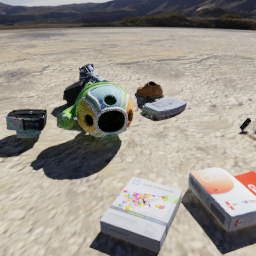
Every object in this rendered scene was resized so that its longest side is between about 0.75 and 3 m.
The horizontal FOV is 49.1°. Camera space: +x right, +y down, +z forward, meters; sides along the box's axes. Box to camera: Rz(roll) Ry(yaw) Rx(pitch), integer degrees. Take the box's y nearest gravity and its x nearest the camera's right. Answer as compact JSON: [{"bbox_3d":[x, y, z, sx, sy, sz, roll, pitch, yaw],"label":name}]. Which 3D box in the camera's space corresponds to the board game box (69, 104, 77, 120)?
[{"bbox_3d":[-1.565,-0.637,12.638,2.437,0.475,1.926,-2,30,9],"label":"board game box"}]

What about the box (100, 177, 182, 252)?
[{"bbox_3d":[0.405,2.056,7.058,1.486,0.393,1.906,12,27,23],"label":"box"}]

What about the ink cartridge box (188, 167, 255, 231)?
[{"bbox_3d":[3.131,1.698,7.599,2.350,0.589,1.906,-11,28,-16],"label":"ink cartridge box"}]

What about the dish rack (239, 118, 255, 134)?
[{"bbox_3d":[5.046,-0.063,11.259,0.679,0.241,0.885,-45,30,-17],"label":"dish rack"}]

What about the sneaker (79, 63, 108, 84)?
[{"bbox_3d":[-1.824,-2.893,16.140,2.657,1.441,0.931,16,30,29],"label":"sneaker"}]

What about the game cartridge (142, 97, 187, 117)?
[{"bbox_3d":[1.834,-1.023,13.516,1.986,0.412,1.323,-19,35,-34],"label":"game cartridge"}]

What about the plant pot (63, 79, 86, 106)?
[{"bbox_3d":[-2.606,-1.676,14.142,1.017,1.147,1.144,-12,25,6],"label":"plant pot"}]

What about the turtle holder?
[{"bbox_3d":[-1.084,-0.675,10.528,2.776,2.109,1.971,18,18,-23],"label":"turtle holder"}]

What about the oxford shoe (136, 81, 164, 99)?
[{"bbox_3d":[1.162,-2.116,15.050,0.868,0.868,2.434,-16,17,-24],"label":"oxford shoe"}]

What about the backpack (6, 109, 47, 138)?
[{"bbox_3d":[-3.965,-0.219,10.926,1.470,1.107,1.305,4,16,-11],"label":"backpack"}]
